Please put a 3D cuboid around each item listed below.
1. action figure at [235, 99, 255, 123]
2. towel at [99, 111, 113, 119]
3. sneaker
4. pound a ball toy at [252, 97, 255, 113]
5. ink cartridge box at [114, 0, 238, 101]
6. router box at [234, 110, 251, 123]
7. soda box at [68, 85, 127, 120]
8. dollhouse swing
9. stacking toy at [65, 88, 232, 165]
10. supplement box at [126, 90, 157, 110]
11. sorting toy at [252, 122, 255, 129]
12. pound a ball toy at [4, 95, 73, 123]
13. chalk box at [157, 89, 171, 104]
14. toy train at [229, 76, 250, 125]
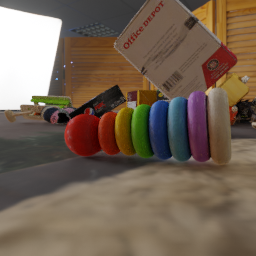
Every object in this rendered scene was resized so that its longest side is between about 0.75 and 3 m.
[{"bbox_3d":[5.471,-0.718,12.176,2.391,1.220,1.421,-8,7,31],"label":"action figure"},{"bbox_3d":[-1.069,-0.275,9.985,1.025,0.162,1.423,-36,14,-12],"label":"towel"},{"bbox_3d":[-2.723,-0.446,12.489,0.966,0.826,2.355,27,17,29],"label":"sneaker"},{"bbox_3d":[6.868,-0.594,12.928,2.604,1.106,1.698,-2,31,-29],"label":"pound a ball toy"},{"bbox_3d":[1.310,-2.171,7.845,2.013,2.742,1.136,-45,5,28],"label":"ink cartridge box"},{"bbox_3d":[5.601,-0.747,14.698,1.895,0.786,2.529,-2,5,-24],"label":"router box"},{"bbox_3d":[-1.039,-0.700,9.471,1.922,0.680,0.609,-33,9,-9],"label":"soda box"},{"bbox_3d":[4.515,-1.439,12.160,1.211,1.378,1.252,53,12,28],"label":"dollhouse swing"},{"bbox_3d":[0.218,0.037,4.338,2.559,1.092,1.092,-3,3,19],"label":"stacking toy"},{"bbox_3d":[1.313,-1.155,14.871,2.349,1.581,2.382,-1,5,-16],"label":"supplement box"},{"bbox_3d":[5.078,-0.004,8.636,1.932,0.381,2.087,1,0,10],"label":"sorting toy"},{"bbox_3d":[-4.290,-0.683,13.700,2.761,1.173,1.800,4,35,21],"label":"pound a ball toy"},{"bbox_3d":[2.189,-1.242,12.960,1.274,2.055,1.283,-4,6,-39],"label":"chalk box"},{"bbox_3d":[4.610,-0.960,12.657,2.944,0.819,2.212,-51,10,-28],"label":"toy train"}]
